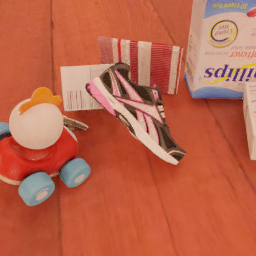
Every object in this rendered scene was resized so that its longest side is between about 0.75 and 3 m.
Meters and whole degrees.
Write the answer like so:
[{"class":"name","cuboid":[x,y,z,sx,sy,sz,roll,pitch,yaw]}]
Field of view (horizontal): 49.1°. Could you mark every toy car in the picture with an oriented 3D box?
[{"class":"toy car","cuboid":[-1.855,0.066,6.188,2.006,2.268,2.091,-18,55,-45]}]

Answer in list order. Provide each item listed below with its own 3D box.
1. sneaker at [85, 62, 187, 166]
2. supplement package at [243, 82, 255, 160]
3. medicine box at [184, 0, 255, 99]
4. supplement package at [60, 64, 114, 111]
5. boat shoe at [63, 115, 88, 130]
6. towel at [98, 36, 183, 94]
[{"class":"sneaker","cuboid":[0.452,-0.368,6.654,2.956,1.188,1.276,44,90,-14]},{"class":"supplement package","cuboid":[3.705,-0.236,7.356,1.096,1.092,1.868,-3,49,18]},{"class":"medicine box","cuboid":[3.166,-2.416,8.114,2.609,2.864,1.474,0,35,0]},{"class":"supplement package","cuboid":[-0.915,-1.127,7.804,1.571,1.155,1.502,-4,8,-2]},{"class":"boat shoe","cuboid":[-1.613,-0.115,7.903,0.992,0.354,0.296,21,83,2]},{"class":"towel","cuboid":[0.346,-1.854,8.419,2.430,1.750,0.276,10,52,11]}]
